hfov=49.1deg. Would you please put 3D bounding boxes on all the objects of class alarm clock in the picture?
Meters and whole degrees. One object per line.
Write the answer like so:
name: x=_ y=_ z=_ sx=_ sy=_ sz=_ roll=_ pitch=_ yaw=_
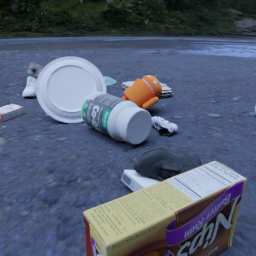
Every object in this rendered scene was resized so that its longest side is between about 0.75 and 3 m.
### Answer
alarm clock: x=-4.785 y=-3.050 z=15.396 sx=1.696 sy=0.837 sz=2.515 roll=24 pitch=6 yaw=15

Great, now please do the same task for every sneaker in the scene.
sneaker: x=-4.969 y=-2.168 z=14.328 sx=0.757 sy=0.890 sz=2.012 roll=-2 pitch=23 yaw=-9
sneaker: x=1.122 y=-0.034 z=9.812 sx=1.082 sy=0.421 sz=0.757 roll=19 pitch=29 yaw=34
sneaker: x=1.083 y=1.005 z=6.673 sx=1.937 sy=0.735 sz=0.879 roll=7 pitch=27 yaw=-19

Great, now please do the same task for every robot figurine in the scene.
robot figurine: x=0.589 y=-1.416 z=11.564 sx=1.923 sy=1.121 sz=1.383 roll=-37 pitch=13 yaw=-1

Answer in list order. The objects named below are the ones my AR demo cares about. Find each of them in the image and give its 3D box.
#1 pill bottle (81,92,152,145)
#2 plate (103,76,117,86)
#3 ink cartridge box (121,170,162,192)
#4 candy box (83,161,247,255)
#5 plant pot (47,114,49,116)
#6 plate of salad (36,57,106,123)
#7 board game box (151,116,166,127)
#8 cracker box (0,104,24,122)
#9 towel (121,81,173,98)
pill bottle: x=-0.418 y=-0.361 z=9.416 sx=1.352 sy=1.352 sz=2.390 roll=-18 pitch=28 yaw=-37
plate: x=-1.714 y=-2.852 z=16.782 sx=2.056 sy=0.263 sz=2.056 roll=-1 pitch=22 yaw=0
ink cartridge box: x=0.705 y=1.419 z=6.546 sx=1.222 sy=0.307 sz=1.408 roll=10 pitch=13 yaw=-36
candy box: x=0.645 y=1.642 z=4.415 sx=2.622 sy=1.529 sz=0.740 roll=-13 pitch=27 yaw=-29
plant pot: x=-2.565 y=-1.776 z=12.195 sx=2.062 sy=1.828 sz=2.065 roll=-5 pitch=24 yaw=-13
plate of salad: x=-2.195 y=-1.481 z=10.988 sx=2.687 sy=2.687 sz=0.645 roll=-5 pitch=-9 yaw=-11
board game box: x=0.822 y=-0.197 z=10.627 sx=1.179 sy=0.115 sz=0.607 roll=-16 pitch=26 yaw=-34
cracker box: x=-4.923 y=-0.642 z=11.413 sx=0.754 sy=0.325 sz=1.126 roll=11 pitch=25 yaw=25
towel: x=0.967 y=-2.085 z=14.672 sx=1.822 sy=0.474 sz=2.749 roll=-10 pitch=24 yaw=-24
